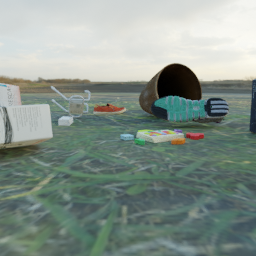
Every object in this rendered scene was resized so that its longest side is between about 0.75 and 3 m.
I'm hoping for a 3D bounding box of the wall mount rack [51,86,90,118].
[{"bbox_3d":[-2.688,-1.245,13.034,1.759,0.755,2.024,3,-26,-12],"label":"wall mount rack"}]

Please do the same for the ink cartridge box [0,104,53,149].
[{"bbox_3d":[-3.027,0.033,6.653,2.069,0.872,1.510,-6,-5,-33],"label":"ink cartridge box"}]

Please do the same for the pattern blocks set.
[{"bbox_3d":[1.011,0.230,8.618,2.247,0.182,1.975,-8,12,-40],"label":"pattern blocks set"}]

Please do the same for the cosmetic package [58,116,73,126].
[{"bbox_3d":[-2.580,-0.301,11.655,0.447,0.274,1.084,-1,9,-4],"label":"cosmetic package"}]

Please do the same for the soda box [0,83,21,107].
[{"bbox_3d":[-4.370,-0.472,8.083,2.810,0.893,0.961,-15,-8,28],"label":"soda box"}]

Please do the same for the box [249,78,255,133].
[{"bbox_3d":[4.797,-0.633,8.706,1.142,1.843,1.811,-1,9,-4],"label":"box"}]

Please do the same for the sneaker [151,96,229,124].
[{"bbox_3d":[2.382,-0.512,11.023,2.913,1.084,1.275,4,-22,14],"label":"sneaker"}]

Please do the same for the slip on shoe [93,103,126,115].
[{"bbox_3d":[-0.981,-1.057,15.396,1.941,0.594,0.719,-3,8,-29],"label":"slip on shoe"}]

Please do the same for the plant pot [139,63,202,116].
[{"bbox_3d":[1.718,-1.558,13.733,2.553,2.553,2.731,-5,-3,-27],"label":"plant pot"}]
